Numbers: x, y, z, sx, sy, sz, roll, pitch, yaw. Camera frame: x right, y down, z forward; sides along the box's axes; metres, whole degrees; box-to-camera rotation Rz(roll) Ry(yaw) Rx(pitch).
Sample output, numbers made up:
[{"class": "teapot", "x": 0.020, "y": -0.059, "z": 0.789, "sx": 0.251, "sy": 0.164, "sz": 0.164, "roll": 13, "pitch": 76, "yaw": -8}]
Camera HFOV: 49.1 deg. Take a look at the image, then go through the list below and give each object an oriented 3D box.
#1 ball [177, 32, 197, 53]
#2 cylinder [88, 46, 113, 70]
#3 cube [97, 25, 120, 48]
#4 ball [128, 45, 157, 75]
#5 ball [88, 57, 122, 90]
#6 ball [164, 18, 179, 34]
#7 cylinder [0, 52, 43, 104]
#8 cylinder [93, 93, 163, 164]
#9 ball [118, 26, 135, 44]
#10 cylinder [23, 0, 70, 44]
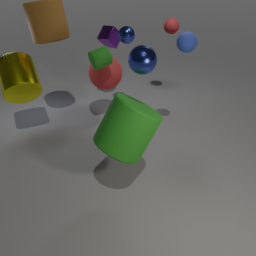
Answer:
[{"class": "ball", "x": 2.016, "y": -2.930, "z": 9.581, "sx": 0.700, "sy": 0.700, "sz": 0.700, "roll": 0, "pitch": 31, "yaw": 0}, {"class": "cylinder", "x": -1.022, "y": -2.592, "z": 10.368, "sx": 0.700, "sy": 0.700, "sz": 0.700, "roll": -25, "pitch": 37, "yaw": -14}, {"class": "cube", "x": -0.810, "y": -4.063, "z": 12.495, "sx": 0.700, "sy": 0.700, "sz": 0.700, "roll": 21, "pitch": -6, "yaw": 38}, {"class": "ball", "x": 0.349, "y": -1.633, "z": 6.731, "sx": 0.700, "sy": 0.700, "sz": 0.700, "roll": 0, "pitch": 31, "yaw": 0}, {"class": "ball", "x": -0.931, "y": -2.289, "z": 11.599, "sx": 1.400, "sy": 1.400, "sz": 1.400, "roll": 0, "pitch": 31, "yaw": 0}, {"class": "ball", "x": 1.987, "y": -4.650, "z": 12.787, "sx": 0.700, "sy": 0.700, "sz": 0.700, "roll": 0, "pitch": 31, "yaw": 0}, {"class": "cylinder", "x": -4.060, "y": -1.842, "z": 10.436, "sx": 1.400, "sy": 1.400, "sz": 1.400, "roll": -14, "pitch": 70, "yaw": -22}, {"class": "cylinder", "x": -0.012, "y": 0.001, "z": 7.462, "sx": 1.400, "sy": 1.400, "sz": 1.400, "roll": 27, "pitch": 15, "yaw": -8}, {"class": "ball", "x": -0.063, "y": -3.790, "z": 11.424, "sx": 0.700, "sy": 0.700, "sz": 0.700, "roll": 0, "pitch": 31, "yaw": 0}, {"class": "cylinder", "x": -2.987, "y": -3.974, "z": 10.364, "sx": 1.400, "sy": 1.400, "sz": 1.400, "roll": -7, "pitch": 27, "yaw": 4}]
